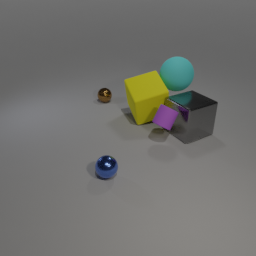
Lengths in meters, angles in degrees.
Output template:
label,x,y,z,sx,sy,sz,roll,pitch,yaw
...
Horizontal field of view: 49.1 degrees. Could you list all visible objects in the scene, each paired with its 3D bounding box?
label,x,y,z,sx,sy,sz,roll,pitch,yaw
cylinder,1.320,-0.381,9.889,0.700,0.700,0.700,26,6,-3
cube,0.770,-1.236,11.457,1.400,1.400,1.400,-18,51,-6
cube,2.354,-0.461,10.738,1.400,1.400,1.400,-17,33,-27
ball,-0.650,1.177,8.511,0.700,0.700,0.700,0,29,0
ball,-1.121,-1.582,13.458,0.700,0.700,0.700,0,29,0
ball,2.002,-2.215,11.522,1.400,1.400,1.400,0,29,0
